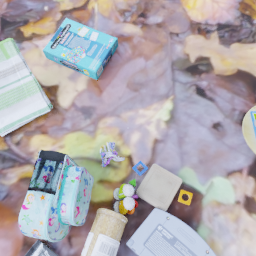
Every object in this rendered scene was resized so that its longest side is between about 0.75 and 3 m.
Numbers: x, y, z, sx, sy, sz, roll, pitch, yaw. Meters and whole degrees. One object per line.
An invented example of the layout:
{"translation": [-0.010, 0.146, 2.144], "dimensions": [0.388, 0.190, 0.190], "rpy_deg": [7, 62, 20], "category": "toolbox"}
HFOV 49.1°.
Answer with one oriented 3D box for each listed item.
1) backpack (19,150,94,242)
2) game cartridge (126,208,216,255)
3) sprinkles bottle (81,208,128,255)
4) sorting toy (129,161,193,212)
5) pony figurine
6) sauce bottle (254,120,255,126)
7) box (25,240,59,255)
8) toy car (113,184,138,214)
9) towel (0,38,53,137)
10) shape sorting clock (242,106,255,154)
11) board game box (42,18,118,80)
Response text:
{"translation": [-2.024, 2.036, 8.060], "dimensions": [1.758, 2.073, 2.335], "rpy_deg": [13, 68, 12], "category": "backpack"}
{"translation": [1.368, 3.590, 8.160], "dimensions": [2.427, 0.491, 1.618], "rpy_deg": [38, 72, 18], "category": "game cartridge"}
{"translation": [-0.894, 3.756, 7.757], "dimensions": [0.979, 0.979, 2.869], "rpy_deg": [17, 64, 9], "category": "sprinkles bottle"}
{"translation": [1.018, 1.941, 9.099], "dimensions": [2.143, 0.292, 1.207], "rpy_deg": [29, 71, 14], "category": "sorting toy"}
{"translation": [-0.611, 0.901, 9.496], "dimensions": [0.827, 0.713, 0.856], "rpy_deg": [-17, 63, 28], "category": "pony figurine"}
{"translation": [4.990, -0.515, 9.550], "dimensions": [1.760, 0.581, 0.581], "rpy_deg": [-28, 66, -26], "category": "sauce bottle"}
{"translation": [-2.374, 4.102, 7.920], "dimensions": [1.458, 0.363, 1.150], "rpy_deg": [33, 67, 16], "category": "box"}
{"translation": [0.000, 2.230, 8.754], "dimensions": [0.706, 0.824, 0.942], "rpy_deg": [16, 57, -31], "category": "toy car"}
{"translation": [-4.244, -1.399, 9.782], "dimensions": [2.147, 0.442, 2.878], "rpy_deg": [-31, 108, -16], "category": "towel"}
{"translation": [5.212, 0.179, 9.886], "dimensions": [2.374, 0.466, 2.374], "rpy_deg": [1, 62, -3], "category": "shape sorting clock"}
{"translation": [-1.912, -3.266, 11.497], "dimensions": [2.458, 0.577, 1.856], "rpy_deg": [25, 71, 11], "category": "board game box"}
